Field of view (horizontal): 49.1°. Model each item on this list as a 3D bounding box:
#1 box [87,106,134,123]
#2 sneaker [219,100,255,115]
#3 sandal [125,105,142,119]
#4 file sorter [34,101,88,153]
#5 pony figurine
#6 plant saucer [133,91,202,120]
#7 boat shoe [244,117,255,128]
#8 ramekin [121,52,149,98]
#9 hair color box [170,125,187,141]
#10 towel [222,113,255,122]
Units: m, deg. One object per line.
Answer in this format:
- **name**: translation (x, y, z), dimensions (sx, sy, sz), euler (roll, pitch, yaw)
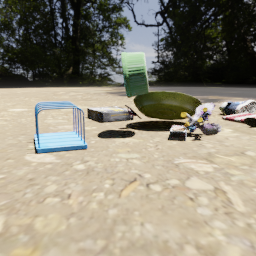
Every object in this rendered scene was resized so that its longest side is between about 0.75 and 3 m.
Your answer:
- **box**: translation (-0.898, -0.703, 13.709), dimensions (1.612, 0.492, 2.035), euler (-5, 12, -28)
- **sneaker**: translation (5.908, -1.165, 15.269), dimensions (2.006, 0.808, 1.468), euler (-15, 21, -36)
- **sandal**: translation (0.191, -0.591, 11.289), dimensions (0.952, 0.215, 0.358), euler (41, 4, -30)
- **file sorter**: translation (-2.172, -0.119, 8.674), dimensions (1.412, 1.248, 2.035), euler (-5, 12, -19)
- **pony figurine**: translation (2.508, -0.295, 9.791), dimensions (1.386, 1.195, 1.435), euler (-14, -15, 10)
- **plant saucer**: translation (1.621, -0.821, 11.760), dimensions (2.866, 0.445, 2.866), euler (7, -13, 2)
- **boat shoe**: translation (5.336, -0.210, 11.494), dimensions (1.123, 0.420, 0.384), euler (13, 12, 16)
- **ramekin**: translation (0.281, -1.910, 9.940), dimensions (0.792, 1.621, 1.621), euler (-7, 10, 5)
- **hair color box**: translation (1.748, 0.158, 9.647), dimensions (0.536, 0.328, 1.082), euler (3, 12, 13)
- **towel**: translation (5.723, -0.406, 12.894), dimensions (1.624, 0.256, 2.254), euler (-8, 12, -27)
